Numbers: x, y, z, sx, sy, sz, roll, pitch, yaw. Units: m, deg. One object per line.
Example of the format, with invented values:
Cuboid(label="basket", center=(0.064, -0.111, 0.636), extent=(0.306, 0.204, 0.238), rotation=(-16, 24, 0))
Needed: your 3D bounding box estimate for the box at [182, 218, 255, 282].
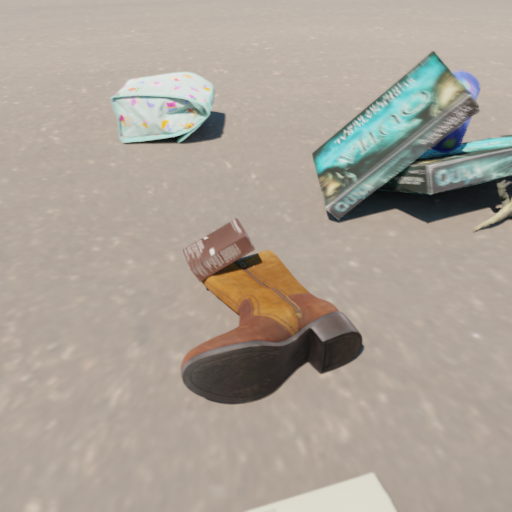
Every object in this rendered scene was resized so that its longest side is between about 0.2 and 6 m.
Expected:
Cuboid(label="box", center=(-0.547, -0.085, 8.065), extent=(0.949, 0.356, 0.475), rotation=(-30, 41, 0))

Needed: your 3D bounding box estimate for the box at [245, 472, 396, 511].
Cuboid(label="box", center=(0.494, 2.437, 4.876), extent=(1.443, 0.493, 0.593), rotation=(-9, 33, -15))

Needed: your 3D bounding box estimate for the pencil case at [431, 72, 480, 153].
Cuboid(label="pencil case", center=(3.585, -2.690, 10.375), extent=(0.798, 0.717, 1.838), rotation=(28, 54, 5))

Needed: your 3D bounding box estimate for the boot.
Cuboid(label="boot", center=(-0.241, 0.657, 7.391), extent=(2.388, 0.869, 2.537), rotation=(-16, 35, -24))

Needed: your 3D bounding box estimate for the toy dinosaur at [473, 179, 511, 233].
Cuboid(label="toy dinosaur", center=(4.616, -1.013, 10.085), extent=(1.865, 0.822, 0.443), rotation=(-20, 31, -29))

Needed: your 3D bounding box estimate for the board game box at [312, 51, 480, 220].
Cuboid(label="board game box", center=(2.339, -2.188, 10.097), extent=(0.418, 2.970, 2.009), rotation=(37, 28, -28))

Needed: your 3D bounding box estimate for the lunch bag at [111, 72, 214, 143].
Cuboid(label="lunch bag", center=(-2.161, -3.704, 13.875), extent=(2.291, 1.397, 1.951), rotation=(-4, 31, 4))

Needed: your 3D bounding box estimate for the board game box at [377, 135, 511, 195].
Cuboid(label="board game box", center=(4.045, -1.844, 10.902), extent=(3.815, 0.537, 2.581), rotation=(-14, 14, -21))
